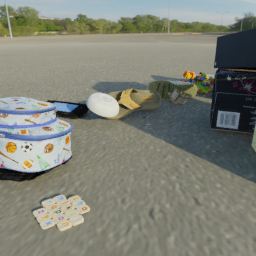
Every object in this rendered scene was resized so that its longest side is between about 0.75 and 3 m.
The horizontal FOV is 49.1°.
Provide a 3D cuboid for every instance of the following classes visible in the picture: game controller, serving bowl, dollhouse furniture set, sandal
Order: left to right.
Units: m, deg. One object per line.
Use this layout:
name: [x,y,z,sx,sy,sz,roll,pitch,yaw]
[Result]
game controller: [-2.599,-0.755,11.133,2.066,0.435,1.078,8,22,21]
serving bowl: [-0.831,-0.878,9.723,1.185,0.390,1.185,17,34,-12]
sandal: [0.179,-1.054,10.733,2.704,1.086,0.730,-11,-15,-23]
dollhouse furniture set: [2.252,-1.458,12.339,0.418,0.855,0.729,21,68,46]

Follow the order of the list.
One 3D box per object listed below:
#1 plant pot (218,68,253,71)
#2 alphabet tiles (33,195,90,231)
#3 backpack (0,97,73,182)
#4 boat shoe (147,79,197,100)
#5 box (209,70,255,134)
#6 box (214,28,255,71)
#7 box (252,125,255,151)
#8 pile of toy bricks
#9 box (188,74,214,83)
plant pot: [5.139,-2.339,13.301,2.299,2.299,2.460,13,40,31]
alphabet tiles: [-1.288,1.628,5.448,0.965,0.072,0.986,-15,26,-33]
backpack: [-2.550,0.187,6.994,2.295,1.856,2.409,16,21,11]
boat shoe: [2.003,-1.859,13.457,2.538,0.949,0.868,3,16,-20]
box: [4.332,-0.868,9.325,2.928,1.935,1.680,7,18,19]
box: [4.376,-2.378,8.752,2.113,1.180,2.993,-1,11,-11]
box: [4.113,-0.032,6.610,1.273,2.316,2.633,3,21,7]
pile of toy bricks: [3.702,-2.169,14.394,1.985,1.101,0.980,11,46,-17]
box: [4.347,-2.913,16.663,1.502,0.483,0.526,3,21,10]
